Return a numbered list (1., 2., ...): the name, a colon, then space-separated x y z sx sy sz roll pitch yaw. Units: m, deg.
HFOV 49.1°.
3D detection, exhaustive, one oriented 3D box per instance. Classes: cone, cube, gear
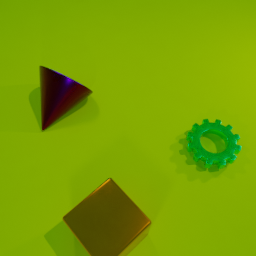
1. cone: -2.113 -0.652 8.061 1.663 1.663 1.670 25 89 14
2. cube: -0.422 2.147 6.102 1.304 1.304 1.304 -38 66 -20
3. gear: 2.307 0.406 7.602 1.408 0.260 1.408 -1 59 2
